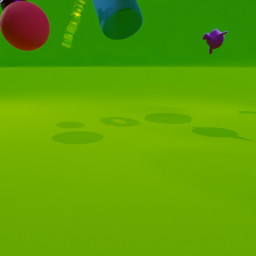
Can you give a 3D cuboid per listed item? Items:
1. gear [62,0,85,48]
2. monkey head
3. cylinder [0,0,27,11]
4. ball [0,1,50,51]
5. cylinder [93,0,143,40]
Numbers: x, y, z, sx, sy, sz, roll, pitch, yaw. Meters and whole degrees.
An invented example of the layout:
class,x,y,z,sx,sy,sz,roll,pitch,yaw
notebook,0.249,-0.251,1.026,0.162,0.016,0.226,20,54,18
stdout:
class,x,y,z,sx,sy,sz,roll,pitch,yaw
gear,-1.681,-3.200,8.644,0.262,1.414,1.414,19,9,-15
monkey head,3.078,-3.172,10.095,0.726,1.009,0.608,-17,61,-39
cylinder,-3.219,-3.349,8.185,0.750,0.750,0.750,-18,11,4
ball,-2.502,-2.480,6.849,1.150,1.150,1.150,0,13,0
cylinder,-0.351,-3.848,9.148,1.357,1.357,1.357,-15,-21,-6
